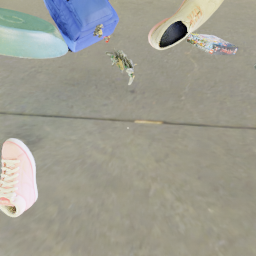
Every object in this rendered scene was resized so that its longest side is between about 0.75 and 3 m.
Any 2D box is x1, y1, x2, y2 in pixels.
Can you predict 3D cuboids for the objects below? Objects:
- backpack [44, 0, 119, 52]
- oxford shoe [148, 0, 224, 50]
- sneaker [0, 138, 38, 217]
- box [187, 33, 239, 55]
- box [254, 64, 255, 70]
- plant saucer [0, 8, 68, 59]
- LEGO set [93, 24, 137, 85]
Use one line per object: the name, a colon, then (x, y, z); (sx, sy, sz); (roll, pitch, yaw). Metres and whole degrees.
backpack: (-1.397, -3.691, 8.179); (1.720, 1.777, 2.117); (-31, 92, -20)
oxford shoe: (1.824, -3.134, 8.057); (2.660, 0.941, 0.982); (-40, 28, 15)
sneaker: (-1.867, 0.858, 4.563); (0.485, 1.288, 0.673); (2, 22, 15)
box: (1.663, -1.632, 5.476); (0.912, 0.172, 0.623); (-14, 44, -43)
box: (2.757, -0.897, 3.813); (1.107, 1.491, 0.927); (55, 46, -6)
plant saucer: (-3.031, -2.604, 7.304); (2.992, 0.538, 2.992); (13, 28, -7)
LEGO set: (-0.243, -1.855, 6.897); (0.451, 1.591, 1.033); (-35, 27, -14)
